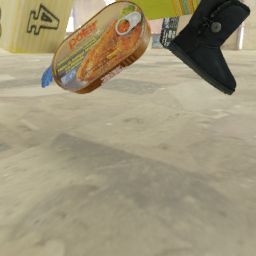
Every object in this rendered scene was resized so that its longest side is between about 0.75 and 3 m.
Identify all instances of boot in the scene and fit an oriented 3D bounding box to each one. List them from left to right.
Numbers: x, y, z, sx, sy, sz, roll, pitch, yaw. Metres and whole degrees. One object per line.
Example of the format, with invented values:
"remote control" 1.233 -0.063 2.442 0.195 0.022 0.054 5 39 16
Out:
"boot" 2.177 -1.958 6.430 2.070 1.739 0.790 37 27 -6

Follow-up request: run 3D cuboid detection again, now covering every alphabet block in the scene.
"alphabet block" -2.673 -3.105 7.062 1.844 1.888 1.854 33 26 18

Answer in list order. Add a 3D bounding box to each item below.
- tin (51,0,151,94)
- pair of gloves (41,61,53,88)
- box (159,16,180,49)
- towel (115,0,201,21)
"tin" -0.684 -1.895 6.769 2.692 1.507 0.564 -31 -17 18
"pair of gloves" -1.921 -2.016 8.245 0.220 1.554 1.933 35 33 -8
"box" 1.738 -4.292 11.685 0.372 1.711 1.370 4 31 -7
"towel" 1.077 -4.074 9.031 2.900 0.262 1.248 0 -25 23
